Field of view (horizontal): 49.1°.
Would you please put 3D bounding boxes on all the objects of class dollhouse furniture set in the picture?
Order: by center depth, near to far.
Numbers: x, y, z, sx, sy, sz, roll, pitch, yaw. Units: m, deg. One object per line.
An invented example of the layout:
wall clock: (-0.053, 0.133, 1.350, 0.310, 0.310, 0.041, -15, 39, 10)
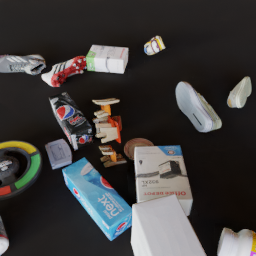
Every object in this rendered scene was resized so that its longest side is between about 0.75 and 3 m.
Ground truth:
dollhouse furniture set: (-0.541, 0.010, 9.666, 1.087, 2.111, 2.088, -9, 11, -13)

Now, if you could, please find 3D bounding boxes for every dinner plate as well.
dinner plate: (0.414, 0.794, 10.059, 1.109, 0.134, 1.109, 1, 42, -1)

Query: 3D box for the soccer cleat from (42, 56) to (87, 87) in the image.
soccer cleat: (-3.018, -2.860, 13.577, 1.087, 0.876, 2.552, 24, 51, 24)

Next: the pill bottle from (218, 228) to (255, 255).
pill bottle: (3.250, 3.127, 6.826, 1.937, 1.010, 1.010, 15, 44, 17)

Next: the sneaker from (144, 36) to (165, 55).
sneaker: (1.301, -4.378, 14.964, 0.992, 0.825, 2.201, -24, 12, 5)

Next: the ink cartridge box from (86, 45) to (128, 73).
ink cartridge box: (-1.020, -3.529, 14.315, 1.903, 0.799, 1.384, 7, 43, 7)

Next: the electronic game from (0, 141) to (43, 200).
electronic game: (-4.055, 1.315, 9.195, 2.464, 0.513, 2.464, 0, 42, 0)

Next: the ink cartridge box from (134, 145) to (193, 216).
ink cartridge box: (0.997, 1.585, 8.612, 1.526, 0.881, 2.104, -1, 42, -1)

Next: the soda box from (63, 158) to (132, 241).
soda box: (-0.924, 1.997, 8.240, 0.834, 0.789, 2.460, -29, 50, -28)

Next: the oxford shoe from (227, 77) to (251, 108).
oxford shoe: (4.909, -1.601, 12.283, 0.654, 0.851, 2.265, -5, 31, 42)

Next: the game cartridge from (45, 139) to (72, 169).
game cartridge: (-2.416, 0.896, 9.891, 0.791, 0.240, 1.186, -19, 46, -15)

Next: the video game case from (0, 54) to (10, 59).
video game case: (-6.611, -3.459, 14.693, 1.016, 0.201, 1.121, -19, 46, -20)

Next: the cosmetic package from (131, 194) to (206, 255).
cosmetic package: (0.866, 2.888, 6.459, 1.139, 1.853, 1.847, -12, 44, -12)

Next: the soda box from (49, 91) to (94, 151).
soda box: (-2.196, -0.341, 10.723, 0.805, 0.900, 2.543, -23, 46, -20)

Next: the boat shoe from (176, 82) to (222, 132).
boat shoe: (2.801, -0.858, 11.444, 0.846, 0.982, 2.728, 0, 47, -25)

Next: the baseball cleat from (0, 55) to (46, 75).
baseball cleat: (-5.292, -3.082, 13.811, 2.407, 0.839, 1.281, -17, 45, -16)

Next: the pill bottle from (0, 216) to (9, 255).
pill bottle: (-3.769, 2.687, 7.478, 0.797, 0.797, 1.400, -23, 47, -24)
